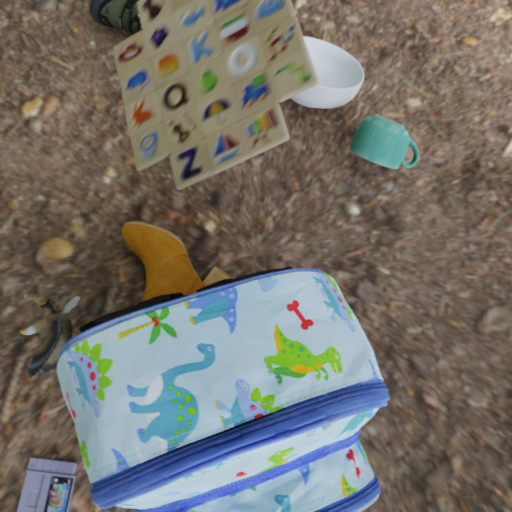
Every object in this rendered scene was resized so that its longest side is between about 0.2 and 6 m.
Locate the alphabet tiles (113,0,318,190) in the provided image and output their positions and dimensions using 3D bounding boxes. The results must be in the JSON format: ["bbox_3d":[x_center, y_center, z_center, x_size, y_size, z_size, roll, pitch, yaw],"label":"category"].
[{"bbox_3d":[-0.754,-2.849,8.306,2.969,0.113,3.568,-22,68,19],"label":"alphabet tiles"}]

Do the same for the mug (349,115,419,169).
[{"bbox_3d":[2.142,-1.911,9.310,1.075,0.665,0.883,3,27,-40],"label":"mug"}]

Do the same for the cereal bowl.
[{"bbox_3d":[1.001,-3.150,9.919,1.688,0.703,1.688,9,48,-10],"label":"cereal bowl"}]

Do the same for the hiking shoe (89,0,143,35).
[{"bbox_3d":[-1.870,-4.264,10.353,2.648,1.003,1.333,8,64,3],"label":"hiking shoe"}]

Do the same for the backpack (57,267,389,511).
[{"bbox_3d":[-0.210,1.837,6.270,3.415,3.732,2.743,-18,68,-8],"label":"backpack"}]

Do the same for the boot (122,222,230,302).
[{"bbox_3d":[-1.477,0.426,8.368,2.017,0.710,1.444,30,52,4],"label":"boot"}]

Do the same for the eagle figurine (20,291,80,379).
[{"bbox_3d":[-2.472,0.927,6.668,0.711,0.715,0.942,-19,81,38],"label":"eagle figurine"}]

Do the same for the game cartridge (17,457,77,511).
[{"bbox_3d":[-2.863,3.314,7.596,0.672,0.199,1.037,4,67,6],"label":"game cartridge"}]
